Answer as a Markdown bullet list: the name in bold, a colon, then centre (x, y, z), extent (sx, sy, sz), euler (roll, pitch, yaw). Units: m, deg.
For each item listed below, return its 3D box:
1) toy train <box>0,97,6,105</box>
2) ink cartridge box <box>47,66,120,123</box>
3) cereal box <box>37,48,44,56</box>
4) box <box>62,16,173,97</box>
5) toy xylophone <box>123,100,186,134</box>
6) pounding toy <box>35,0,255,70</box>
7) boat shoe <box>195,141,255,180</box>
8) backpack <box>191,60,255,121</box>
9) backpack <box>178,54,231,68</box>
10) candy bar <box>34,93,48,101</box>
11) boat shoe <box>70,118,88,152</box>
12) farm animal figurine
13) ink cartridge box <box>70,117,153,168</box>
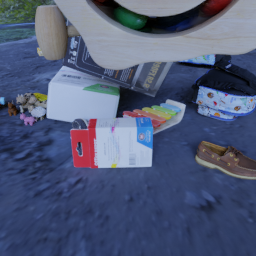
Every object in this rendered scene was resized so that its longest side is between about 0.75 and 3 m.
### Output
- **toy train**: centre (-4.932, -0.595, 8.706), extent (1.973, 0.549, 1.482), euler (-1, 24, -9)
- **ink cartridge box**: centre (-1.277, -1.123, 8.769), extent (1.901, 1.102, 2.625), euler (9, 24, -6)
- **cereal box**: centre (-4.954, -5.084, 18.445), extent (1.867, 0.369, 1.344), euler (-9, 27, -19)
- **box**: centre (0.006, -2.150, 5.652), extent (2.351, 2.968, 0.717), euler (18, 53, -6)
- **toy xylophone**: centre (0.643, -0.347, 8.132), extent (1.489, 0.511, 2.034), euler (18, 30, 35)
- **pounding toy**: centre (0.119, -1.461, 2.610), extent (2.422, 1.385, 1.389), euler (-4, 34, 13)
- **boat shoe**: centre (2.174, 0.668, 5.961), extent (1.503, 0.508, 0.541), euler (16, 29, 30)
- **backpack**: centre (3.015, -1.019, 8.490), extent (1.769, 1.431, 1.857), euler (18, 43, 32)
- **backpack**: centre (4.059, -4.315, 15.010), extent (2.597, 1.909, 2.377), euler (10, 23, 29)
- **candy bar**: centre (-2.784, -0.918, 9.656), extent (2.266, 0.251, 0.565), euler (20, 31, 35)
- **boat shoe**: centre (-1.210, 0.158, 7.050), extent (0.459, 0.532, 1.463), euler (-9, 31, -26)
- **farm animal figurine**: centre (-3.028, -0.709, 8.659), extent (1.434, 0.721, 1.158), euler (19, 31, 35)
- **ink cartridge box**: centre (-0.334, 0.321, 6.131), extent (1.702, 0.989, 0.572), euler (-1, 25, -1)
